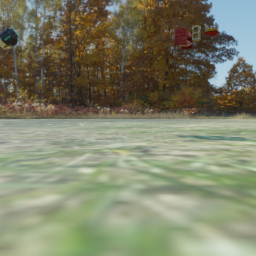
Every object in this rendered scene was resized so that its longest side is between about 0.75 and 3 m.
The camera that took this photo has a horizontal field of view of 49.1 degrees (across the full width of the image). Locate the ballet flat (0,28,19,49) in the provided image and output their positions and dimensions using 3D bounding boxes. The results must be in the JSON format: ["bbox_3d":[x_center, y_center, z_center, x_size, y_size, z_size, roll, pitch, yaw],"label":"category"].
[{"bbox_3d":[-3.323,-2.430,7.666,0.541,0.541,1.482,-1,12,-24],"label":"ballet flat"}]

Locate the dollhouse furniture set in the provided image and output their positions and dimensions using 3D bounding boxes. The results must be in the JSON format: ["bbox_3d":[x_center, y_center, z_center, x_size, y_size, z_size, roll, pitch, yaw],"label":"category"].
[{"bbox_3d":[2.094,-2.717,8.390,1.293,0.526,0.696,4,5,32],"label":"dollhouse furniture set"}]
